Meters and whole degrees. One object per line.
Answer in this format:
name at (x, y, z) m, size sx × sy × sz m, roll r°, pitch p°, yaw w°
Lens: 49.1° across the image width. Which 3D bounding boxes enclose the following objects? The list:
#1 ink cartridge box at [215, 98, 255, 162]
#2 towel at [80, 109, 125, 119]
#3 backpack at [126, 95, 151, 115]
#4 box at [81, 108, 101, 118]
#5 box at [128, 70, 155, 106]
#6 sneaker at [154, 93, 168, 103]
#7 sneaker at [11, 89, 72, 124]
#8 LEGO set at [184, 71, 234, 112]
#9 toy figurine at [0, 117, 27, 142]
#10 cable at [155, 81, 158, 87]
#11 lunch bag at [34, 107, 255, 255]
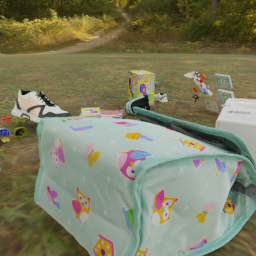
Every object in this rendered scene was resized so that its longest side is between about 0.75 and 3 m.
ink cartridge box at (3.312, 0.032, 7.192) m, size 1.835 × 1.059 × 2.513 m, roll 8°, pitch 20°, yaw 23°
towel at (-1.126, -0.301, 9.464) m, size 1.522 × 0.240 × 2.113 m, roll 3°, pitch 19°, yaw 19°
backpack at (0.339, -0.805, 10.493) m, size 0.668 × 0.709 × 0.869 m, roll 5°, pitch 23°, yaw 42°
box at (-1.022, -0.041, 7.744) m, size 0.547 × 0.863 × 0.896 m, roll -3°, pitch 19°, yaw -8°
box at (0.561, -1.752, 12.135) m, size 0.821 × 1.346 × 1.297 m, roll -6°, pitch 19°, yaw -17°
sneaker at (1.376, -1.421, 12.676) m, size 1.012 × 0.405 × 0.373 m, roll 14°, pitch 25°, yaw 41°
sneaker at (-2.733, -0.657, 8.738) m, size 2.431 × 0.973 × 0.896 m, roll 14°, pitch 5°, yaw 29°
LEGO set at (2.939, -1.208, 10.286) m, size 0.556 × 1.691 × 2.264 m, roll -29°, pitch 26°, yaw -15°
toy figurine at (-3.573, -0.002, 7.801) m, size 0.776 × 0.683 × 1.295 m, roll 6°, pitch 10°, yaw 25°
cable at (0.989, -2.621, 16.166) m, size 0.913 × 0.473 × 1.880 m, roll -9°, pitch 20°, yaw -31°
lunch bag at (0.393, 0.670, 4.298) m, size 2.859 × 1.744 × 2.436 m, roll -3°, pitch 14°, yaw -39°
